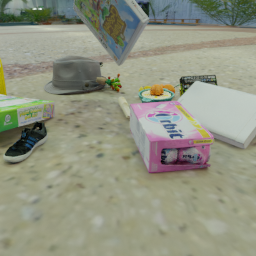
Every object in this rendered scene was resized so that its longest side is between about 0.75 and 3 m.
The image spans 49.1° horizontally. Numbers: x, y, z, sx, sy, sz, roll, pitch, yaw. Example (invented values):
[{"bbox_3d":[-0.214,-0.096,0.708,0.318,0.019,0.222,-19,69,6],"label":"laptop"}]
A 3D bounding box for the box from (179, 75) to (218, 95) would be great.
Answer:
[{"bbox_3d":[2.417,-1.154,9.328,1.251,1.209,0.297,-5,-11,-10],"label":"box"}]

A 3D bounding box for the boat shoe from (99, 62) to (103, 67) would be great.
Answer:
[{"bbox_3d":[-1.803,-3.568,15.537,0.419,0.350,1.124,20,30,40],"label":"boat shoe"}]

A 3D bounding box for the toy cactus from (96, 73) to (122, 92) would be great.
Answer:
[{"bbox_3d":[-0.756,-1.901,11.378,1.054,0.653,1.278,10,24,-15],"label":"toy cactus"}]

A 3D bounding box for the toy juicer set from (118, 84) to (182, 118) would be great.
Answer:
[{"bbox_3d":[0.767,-1.190,9.738,2.981,0.811,1.897,-15,29,-28],"label":"toy juicer set"}]

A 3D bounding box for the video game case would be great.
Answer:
[{"bbox_3d":[-0.701,-3.564,8.715,0.322,2.656,2.918,-39,1,-18],"label":"video game case"}]

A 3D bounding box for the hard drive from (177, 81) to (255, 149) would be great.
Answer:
[{"bbox_3d":[2.548,-0.494,7.968,2.520,0.331,1.662,26,63,43],"label":"hard drive"}]

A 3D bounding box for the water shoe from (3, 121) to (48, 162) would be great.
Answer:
[{"bbox_3d":[-2.496,0.286,6.762,0.524,0.578,1.466,7,25,14],"label":"water shoe"}]

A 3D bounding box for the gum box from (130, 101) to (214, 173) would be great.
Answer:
[{"bbox_3d":[0.935,0.129,6.819,1.390,0.810,2.449,-4,25,-9],"label":"gum box"}]

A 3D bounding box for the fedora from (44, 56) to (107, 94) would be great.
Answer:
[{"bbox_3d":[-2.212,-2.346,11.778,2.712,1.224,2.398,-8,26,-18],"label":"fedora"}]

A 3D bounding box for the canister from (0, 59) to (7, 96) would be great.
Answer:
[{"bbox_3d":[-5.478,-1.514,9.289,2.453,1.822,1.062,-18,30,-38],"label":"canister"}]

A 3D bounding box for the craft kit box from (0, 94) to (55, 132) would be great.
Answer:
[{"bbox_3d":[-3.848,-0.527,8.014,2.498,0.614,2.530,6,13,19],"label":"craft kit box"}]
